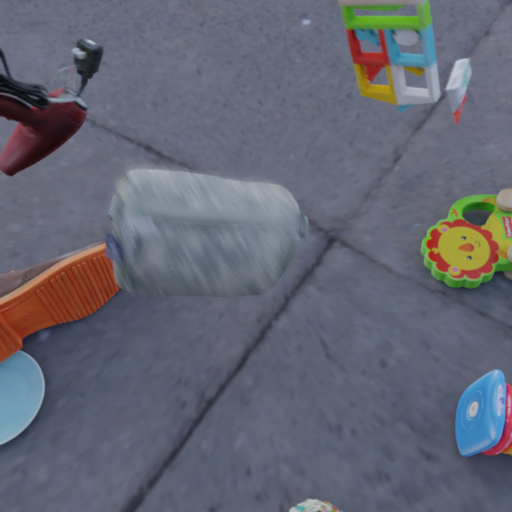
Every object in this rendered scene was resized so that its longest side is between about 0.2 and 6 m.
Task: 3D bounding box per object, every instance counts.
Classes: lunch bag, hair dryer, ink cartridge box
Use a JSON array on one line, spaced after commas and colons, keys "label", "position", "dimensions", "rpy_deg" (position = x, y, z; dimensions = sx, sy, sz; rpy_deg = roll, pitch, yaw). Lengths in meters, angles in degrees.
[{"label": "lunch bag", "position": [-0.587, -0.252, 5.733], "dimensions": [1.857, 1.558, 1.294], "rpy_deg": [4, 78, -17]}, {"label": "hair dryer", "position": [-2.886, -1.824, 6.923], "dimensions": [1.689, 2.217, 0.602], "rpy_deg": [-20, 66, -37]}, {"label": "ink cartridge box", "position": [3.299, -2.613, 8.986], "dimensions": [0.204, 0.814, 0.655], "rpy_deg": [6, 61, 37]}]

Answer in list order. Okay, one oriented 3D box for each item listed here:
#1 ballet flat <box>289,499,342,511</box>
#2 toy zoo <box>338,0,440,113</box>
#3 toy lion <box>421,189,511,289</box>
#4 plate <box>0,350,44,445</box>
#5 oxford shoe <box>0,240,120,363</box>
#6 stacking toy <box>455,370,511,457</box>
[{"label": "ballet flat", "position": [1.322, 3.736, 6.304], "dimensions": [2.446, 0.782, 0.925], "rpy_deg": [34, 63, 20]}, {"label": "toy zoo", "position": [1.371, -1.994, 5.640], "dimensions": [0.876, 1.335, 0.137], "rpy_deg": [18, 60, 35]}, {"label": "toy lion", "position": [3.533, -0.263, 9.115], "dimensions": [1.649, 0.591, 1.721], "rpy_deg": [0, 56, 9]}, {"label": "plate", "position": [-3.666, 1.982, 7.802], "dimensions": [1.454, 0.186, 1.454], "rpy_deg": [0, 56, 0]}, {"label": "oxford shoe", "position": [-3.260, 0.452, 8.293], "dimensions": [3.136, 1.118, 1.143], "rpy_deg": [-30, 47, -25]}, {"label": "stacking toy", "position": [3.631, 2.308, 7.282], "dimensions": [1.778, 0.976, 1.032], "rpy_deg": [21, 56, -1]}]
